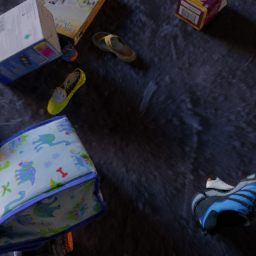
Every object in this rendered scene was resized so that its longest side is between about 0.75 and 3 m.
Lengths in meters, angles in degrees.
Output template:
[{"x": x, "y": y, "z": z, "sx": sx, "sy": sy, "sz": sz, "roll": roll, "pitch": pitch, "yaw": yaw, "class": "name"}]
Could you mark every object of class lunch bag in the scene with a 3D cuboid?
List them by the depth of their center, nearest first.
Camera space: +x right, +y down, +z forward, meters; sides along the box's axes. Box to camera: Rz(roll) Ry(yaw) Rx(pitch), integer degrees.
[{"x": -2.265, "y": 1.341, "z": 6.525, "sx": 2.854, "sy": 1.818, "sz": 2.426, "roll": -20, "pitch": 41, "yaw": -18, "class": "lunch bag"}]

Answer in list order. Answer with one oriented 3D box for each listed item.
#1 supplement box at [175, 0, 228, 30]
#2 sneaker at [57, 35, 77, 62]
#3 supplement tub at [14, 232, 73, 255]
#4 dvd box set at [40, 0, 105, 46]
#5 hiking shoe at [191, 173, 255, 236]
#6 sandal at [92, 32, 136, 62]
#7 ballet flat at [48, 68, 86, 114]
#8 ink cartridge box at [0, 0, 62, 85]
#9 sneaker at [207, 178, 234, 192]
[{"x": 2.733, "y": -4.600, "z": 10.115, "sx": 1.152, "sy": 0.908, "sz": 1.759, "roll": 39, "pitch": 71, "yaw": 16, "class": "supplement box"}, {"x": -2.512, "y": -2.872, "z": 9.443, "sx": 1.726, "sy": 0.677, "sz": 0.650, "roll": 20, "pitch": 66, "yaw": 9, "class": "sneaker"}, {"x": -2.014, "y": 2.810, "z": 6.772, "sx": 1.252, "sy": 0.767, "sz": 0.767, "roll": -11, "pitch": 66, "yaw": -6, "class": "supplement tub"}, {"x": -2.199, "y": -4.484, "z": 10.331, "sx": 2.097, "sy": 0.421, "sz": 2.866, "roll": 21, "pitch": 67, "yaw": 9, "class": "dvd box set"}, {"x": 2.899, "y": 1.905, "z": 6.844, "sx": 2.549, "sy": 0.948, "sz": 1.105, "roll": -21, "pitch": 30, "yaw": 5, "class": "hiking shoe"}, {"x": -0.453, "y": -2.856, "z": 9.553, "sx": 1.710, "sy": 0.462, "sz": 0.687, "roll": 35, "pitch": 70, "yaw": 15, "class": "sandal"}, {"x": -1.953, "y": -1.204, "z": 8.729, "sx": 0.573, "sy": 0.575, "sz": 1.716, "roll": 31, "pitch": 69, "yaw": 13, "class": "ballet flat"}, {"x": -3.619, "y": -2.638, "z": 8.868, "sx": 2.692, "sy": 1.028, "sz": 1.837, "roll": -22, "pitch": 66, "yaw": 11, "class": "ink cartridge box"}, {"x": 2.560, "y": 1.533, "z": 7.620, "sx": 0.795, "sy": 0.290, "sz": 0.337, "roll": 9, "pitch": 66, "yaw": 5, "class": "sneaker"}]
